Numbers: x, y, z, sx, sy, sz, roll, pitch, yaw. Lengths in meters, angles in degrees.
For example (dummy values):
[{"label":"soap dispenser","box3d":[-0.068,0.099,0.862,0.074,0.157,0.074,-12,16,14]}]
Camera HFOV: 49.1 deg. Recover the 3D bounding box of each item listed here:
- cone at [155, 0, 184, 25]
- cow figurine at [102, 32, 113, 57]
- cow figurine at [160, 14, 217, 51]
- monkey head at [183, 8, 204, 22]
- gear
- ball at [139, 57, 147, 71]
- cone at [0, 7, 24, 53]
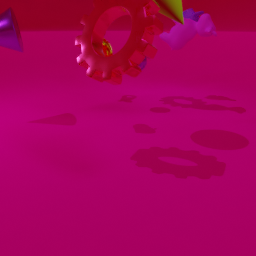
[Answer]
[{"label":"cone","box3d":[0.939,-3.119,6.784,1.465,1.470,1.465,-36,18,13]},{"label":"cow figurine","box3d":[-0.758,-2.381,7.892,0.594,1.064,1.081,-16,-9,-2]},{"label":"cow figurine","box3d":[2.154,-3.321,9.806,1.630,1.657,0.909,39,21,9]},{"label":"monkey head","box3d":[2.272,-4.219,11.017,0.996,1.385,0.834,-2,56,-41]},{"label":"gear","box3d":[-0.247,-1.908,5.762,1.984,1.984,0.367,17,2,36]},{"label":"ball","box3d":[0.312,-2.355,9.919,0.727,0.727,0.727,0,21,0]},{"label":"cone","box3d":[-4.043,-2.855,8.488,1.346,1.341,1.341,-13,23,-11]}]
